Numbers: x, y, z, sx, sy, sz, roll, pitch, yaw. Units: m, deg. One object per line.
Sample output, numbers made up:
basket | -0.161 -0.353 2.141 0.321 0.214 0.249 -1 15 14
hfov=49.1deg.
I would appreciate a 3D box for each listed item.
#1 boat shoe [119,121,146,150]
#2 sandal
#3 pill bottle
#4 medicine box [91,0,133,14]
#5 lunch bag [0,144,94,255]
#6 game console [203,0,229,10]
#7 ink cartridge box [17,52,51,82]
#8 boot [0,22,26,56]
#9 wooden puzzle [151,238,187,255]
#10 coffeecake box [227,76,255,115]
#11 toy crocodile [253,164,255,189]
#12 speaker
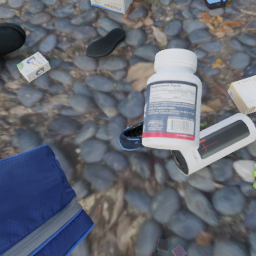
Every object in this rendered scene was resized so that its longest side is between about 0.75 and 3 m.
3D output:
boat shoe | 0.817 0.078 7.939 2.166 0.743 0.911 -26 65 -13
sandal | -0.708 -2.827 9.711 0.722 0.460 1.921 32 54 17
pill bottle | 0.740 -0.433 4.597 0.917 0.917 1.534 5 82 3
medicine box | -0.503 -5.348 10.784 1.428 0.807 1.568 19 64 10
lunch bag | -1.922 1.649 4.180 2.004 2.950 1.952 -30 87 23
game console | 3.431 -5.285 10.824 0.989 0.681 1.148 -15 63 -8
ink cartridge box | -3.106 -2.025 9.268 0.861 0.377 0.625 -37 67 -19
boot | -4.613 -2.048 8.864 2.754 1.052 2.314 -11 59 2
wooden puzzle | 0.840 3.726 6.342 1.281 0.152 2.160 27 65 14
coffeecake box | 3.948 -1.072 8.705 1.281 0.468 0.983 -18 63 -9
toy crocodile | 3.554 1.368 7.527 0.296 0.271 0.878 7 62 4
speaker | 2.323 0.430 7.677 2.236 0.908 0.908 -24 65 -12
